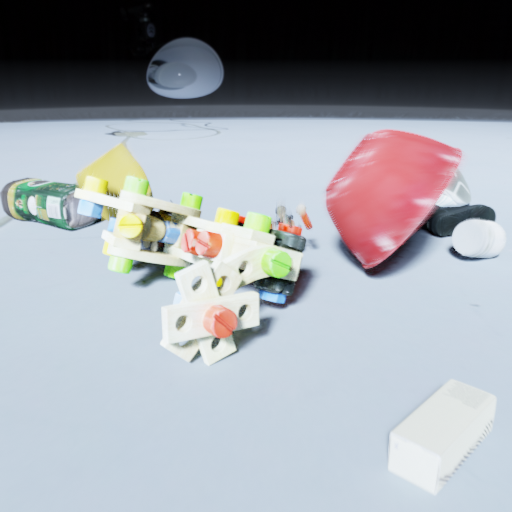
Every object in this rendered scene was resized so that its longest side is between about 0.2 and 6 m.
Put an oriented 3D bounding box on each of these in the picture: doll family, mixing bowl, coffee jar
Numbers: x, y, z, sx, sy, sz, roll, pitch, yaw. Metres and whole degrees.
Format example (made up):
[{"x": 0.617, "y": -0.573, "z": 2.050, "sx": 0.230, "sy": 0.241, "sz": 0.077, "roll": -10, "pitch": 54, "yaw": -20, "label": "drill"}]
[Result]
[{"x": -1.575, "y": -0.489, "z": 10.827, "sx": 1.208, "sy": 0.820, "sz": 2.090, "roll": 6, "pitch": 27, "yaw": -47, "label": "doll family"}, {"x": 2.042, "y": -1.155, "z": 9.363, "sx": 1.349, "sy": 2.491, "sz": 2.491, "roll": 35, "pitch": 22, "yaw": -2, "label": "mixing bowl"}, {"x": -4.787, "y": -1.230, "z": 12.926, "sx": 2.212, "sy": 0.944, "sz": 1.154, "roll": 11, "pitch": 23, "yaw": 29, "label": "coffee jar"}]

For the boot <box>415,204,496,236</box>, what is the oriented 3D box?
[{"x": 4.199, "y": -0.906, "z": 12.545, "sx": 1.769, "sy": 0.655, "sz": 1.450, "roll": -9, "pitch": 19, "yaw": -19, "label": "boot"}]

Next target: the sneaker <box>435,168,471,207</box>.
[{"x": 4.246, "y": -1.679, "z": 14.039, "sx": 3.045, "sy": 1.071, "sz": 1.220, "roll": 1, "pitch": -21, "yaw": -38, "label": "sneaker"}]

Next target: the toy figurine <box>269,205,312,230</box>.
[{"x": 0.594, "y": -0.584, "z": 10.220, "sx": 0.709, "sy": 0.698, "sz": 0.494, "roll": -9, "pitch": 65, "yaw": -29, "label": "toy figurine"}]

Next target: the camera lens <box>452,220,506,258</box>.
[{"x": 4.164, "y": -0.317, "z": 10.441, "sx": 0.869, "sy": 0.695, "sz": 0.695, "roll": 2, "pitch": 14, "yaw": -40, "label": "camera lens"}]

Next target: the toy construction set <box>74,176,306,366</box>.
[{"x": -0.914, "y": -0.081, "z": 8.207, "sx": 2.669, "sy": 1.875, "sz": 4.071, "roll": 14, "pitch": 16, "yaw": -35, "label": "toy construction set"}]

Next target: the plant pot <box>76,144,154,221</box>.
[{"x": -2.379, "y": -1.124, "z": 9.949, "sx": 1.043, "sy": 1.019, "sz": 1.013, "roll": 42, "pitch": 69, "yaw": 15, "label": "plant pot"}]

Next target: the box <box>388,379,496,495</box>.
[{"x": 1.796, "y": 1.680, "z": 5.353, "sx": 0.517, "sy": 0.431, "sz": 1.260, "roll": 18, "pitch": 26, "yaw": 41, "label": "box"}]
